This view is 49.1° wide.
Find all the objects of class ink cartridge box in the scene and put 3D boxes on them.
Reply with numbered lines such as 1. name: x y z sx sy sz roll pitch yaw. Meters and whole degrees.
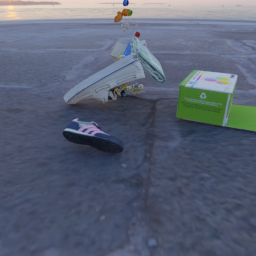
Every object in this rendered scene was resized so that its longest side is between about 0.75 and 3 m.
1. ink cartridge box: 3.182 -0.896 8.602 2.883 1.092 2.131 11 27 21

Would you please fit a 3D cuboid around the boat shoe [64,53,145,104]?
1. boat shoe: -0.788 -1.319 9.244 2.926 1.021 1.037 -26 8 17

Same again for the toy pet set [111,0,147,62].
1. toy pet set: 0.268 -3.697 11.892 1.265 2.223 2.381 21 -10 22

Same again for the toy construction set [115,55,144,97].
1. toy construction set: -0.093 -1.760 10.265 0.738 1.603 1.051 19 67 44

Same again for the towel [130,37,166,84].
1. towel: 0.711 -2.437 10.021 0.392 1.629 1.395 -36 28 23

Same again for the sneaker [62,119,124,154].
1. sneaker: -0.777 0.126 6.880 1.603 0.562 0.658 16 50 14
